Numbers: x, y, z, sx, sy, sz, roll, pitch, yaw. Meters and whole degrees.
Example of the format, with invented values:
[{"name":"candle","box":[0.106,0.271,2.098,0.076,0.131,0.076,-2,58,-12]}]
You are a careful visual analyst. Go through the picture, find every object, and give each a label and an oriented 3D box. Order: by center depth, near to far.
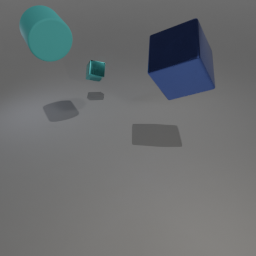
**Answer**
[{"name":"cube","box":[1.486,-1.832,7.742,1.400,1.400,1.400,-12,57,29]},{"name":"cylinder","box":[-2.702,-3.104,9.182,1.400,1.400,1.400,-15,43,-23]},{"name":"cube","box":[-1.481,-2.577,12.706,0.700,0.700,0.700,7,-11,-22]}]
